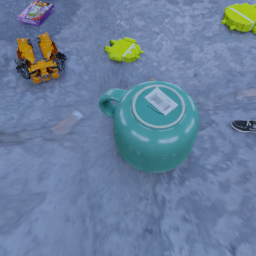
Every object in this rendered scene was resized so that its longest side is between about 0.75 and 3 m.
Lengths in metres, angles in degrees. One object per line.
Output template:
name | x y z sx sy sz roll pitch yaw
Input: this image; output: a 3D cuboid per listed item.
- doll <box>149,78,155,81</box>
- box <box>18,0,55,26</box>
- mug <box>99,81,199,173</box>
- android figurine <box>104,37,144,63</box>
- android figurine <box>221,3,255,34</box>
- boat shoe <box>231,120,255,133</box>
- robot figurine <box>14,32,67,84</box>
doll | 1.131 -0.899 8.566 1.084 0.385 1.589 -38 62 -4
box | -3.779 -4.782 11.628 0.934 0.267 1.365 15 54 11
mug | 0.479 -0.134 7.093 2.593 1.603 2.131 1 60 0
android figurine | -0.132 -2.818 10.136 1.406 0.289 1.280 23 56 19
android figurine | 4.717 -4.442 11.277 2.080 0.427 1.893 -27 58 -20
boat shoe | 3.538 -0.059 7.994 1.095 0.330 0.405 17 55 13
robot figurine | -3.001 -2.379 9.552 1.674 0.672 2.308 -17 54 -13
